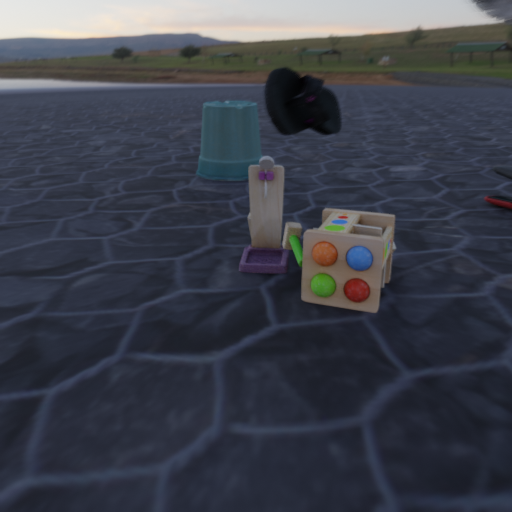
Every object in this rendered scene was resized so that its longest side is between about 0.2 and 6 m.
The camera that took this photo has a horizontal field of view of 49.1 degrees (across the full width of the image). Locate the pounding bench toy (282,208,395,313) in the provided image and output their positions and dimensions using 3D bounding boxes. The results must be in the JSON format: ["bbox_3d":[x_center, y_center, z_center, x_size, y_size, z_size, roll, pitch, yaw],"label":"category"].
[{"bbox_3d":[0.900,0.010,7.150,1.514,0.941,1.181,8,23,20],"label":"pounding bench toy"}]

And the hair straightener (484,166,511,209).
[{"bbox_3d":[5.601,-1.186,9.735,0.710,1.335,3.470,-3,20,-27],"label":"hair straightener"}]

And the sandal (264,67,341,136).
[{"bbox_3d":[0.828,-2.216,8.017,0.579,0.909,2.418,-7,7,30],"label":"sandal"}]

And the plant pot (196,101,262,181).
[{"bbox_3d":[-0.623,-2.847,13.647,1.752,1.716,1.752,0,22,0],"label":"plant pot"}]

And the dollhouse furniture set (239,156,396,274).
[{"bbox_3d":[0.906,-0.761,8.304,2.201,1.562,1.744,2,21,5],"label":"dollhouse furniture set"}]

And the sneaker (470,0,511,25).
[{"bbox_3d":[3.947,-3.850,8.228,2.475,0.930,1.003,40,43,-2],"label":"sneaker"}]
